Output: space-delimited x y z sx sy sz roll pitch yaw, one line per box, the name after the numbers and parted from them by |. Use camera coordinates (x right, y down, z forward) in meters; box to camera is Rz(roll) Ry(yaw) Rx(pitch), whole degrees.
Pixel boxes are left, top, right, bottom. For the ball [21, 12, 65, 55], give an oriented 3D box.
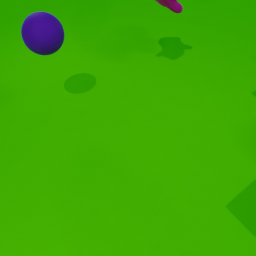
-1.940 -2.152 6.411 0.951 0.951 0.951 0 46 0 | ball

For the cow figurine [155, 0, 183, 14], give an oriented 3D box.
0.917 -3.815 7.523 1.672 0.933 1.700 19 22 -34 | cow figurine
